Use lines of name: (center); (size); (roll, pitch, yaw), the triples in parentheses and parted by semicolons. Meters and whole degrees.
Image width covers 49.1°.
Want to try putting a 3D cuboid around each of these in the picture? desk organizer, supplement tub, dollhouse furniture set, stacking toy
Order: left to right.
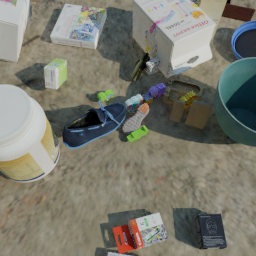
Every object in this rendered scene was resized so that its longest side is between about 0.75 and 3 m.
supplement tub: (-3.149, 0.244, 7.920); (1.968, 2.725, 1.968); (0, 61, 0)
stacking toy: (0.621, -1.085, 9.846); (2.877, 0.676, 2.169); (-32, 66, -15)
dollhouse furniture set: (2.054, -1.189, 9.494); (1.594, 1.366, 1.676); (15, 62, 8)
desk organizer: (4.607, -5.182, 12.110); (1.667, 0.642, 0.598); (16, 62, 9)

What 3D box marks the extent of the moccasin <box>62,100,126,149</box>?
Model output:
moccasin: (-0.897, -0.201, 8.365); (0.936, 0.793, 2.326); (31, 50, 27)

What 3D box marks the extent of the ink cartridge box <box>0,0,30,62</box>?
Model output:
ink cartridge box: (-4.555, -4.261, 10.714); (1.188, 2.028, 2.807); (11, 60, -17)

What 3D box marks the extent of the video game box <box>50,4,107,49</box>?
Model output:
video game box: (-2.012, -4.273, 11.710); (1.857, 0.477, 2.038); (9, 62, 8)

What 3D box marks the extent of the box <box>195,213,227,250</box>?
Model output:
box: (2.282, 2.871, 7.765); (0.657, 0.474, 0.885); (-1, 61, -1)

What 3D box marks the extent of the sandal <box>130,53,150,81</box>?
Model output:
sandal: (0.412, -2.353, 10.594); (0.372, 0.518, 1.304); (25, 72, 33)

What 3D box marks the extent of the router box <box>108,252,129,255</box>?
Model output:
router box: (-0.068, 3.866, 7.334); (1.093, 0.267, 0.981); (8, 61, 4)

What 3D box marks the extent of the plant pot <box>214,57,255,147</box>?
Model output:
plant pot: (3.926, -0.523, 8.805); (2.797, 1.883, 2.797); (1, 61, -3)

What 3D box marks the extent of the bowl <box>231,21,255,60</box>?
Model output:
bowl: (5.084, -3.307, 11.020); (1.993, 0.391, 1.993); (-3, 69, 8)

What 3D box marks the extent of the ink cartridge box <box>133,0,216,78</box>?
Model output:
ink cartridge box: (1.712, -3.529, 10.505); (1.888, 1.839, 2.937); (-28, 65, -14)

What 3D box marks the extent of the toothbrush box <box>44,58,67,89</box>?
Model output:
toothbrush box: (-2.575, -1.957, 10.044); (0.449, 0.760, 1.044); (9, 34, 5)

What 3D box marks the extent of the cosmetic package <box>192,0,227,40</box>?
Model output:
cosmetic package: (2.978, -4.398, 10.861); (1.072, 2.071, 0.757); (-9, 60, -5)

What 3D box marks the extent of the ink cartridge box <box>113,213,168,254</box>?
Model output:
ink cartridge box: (0.336, 2.884, 7.698); (1.361, 0.343, 0.742); (-9, 60, -19)

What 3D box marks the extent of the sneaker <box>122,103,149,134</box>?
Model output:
sneaker: (0.284, -0.341, 9.538); (0.477, 0.689, 1.230); (41, 101, -8)
